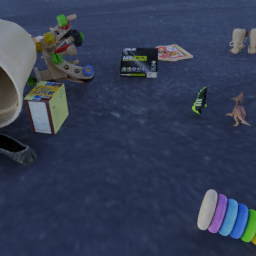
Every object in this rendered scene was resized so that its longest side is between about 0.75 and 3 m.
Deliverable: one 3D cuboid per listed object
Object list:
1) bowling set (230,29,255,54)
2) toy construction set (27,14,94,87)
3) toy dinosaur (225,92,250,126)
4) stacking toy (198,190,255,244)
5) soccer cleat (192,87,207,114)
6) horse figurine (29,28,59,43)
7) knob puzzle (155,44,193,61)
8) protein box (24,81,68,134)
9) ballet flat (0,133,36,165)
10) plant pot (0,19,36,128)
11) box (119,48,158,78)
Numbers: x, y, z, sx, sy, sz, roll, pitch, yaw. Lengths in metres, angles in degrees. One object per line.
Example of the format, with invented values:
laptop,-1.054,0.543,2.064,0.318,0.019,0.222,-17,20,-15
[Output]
bowling set,5.229,-3.711,12.005,1.863,1.000,1.296,3,17,6
toy construction set,-2.512,-2.233,9.238,2.038,2.212,2.652,-26,22,-14
toy dinosaur,3.003,-0.486,7.565,0.439,0.694,1.023,-1,36,-1
stacking toy,2.086,1.641,4.734,1.678,0.716,0.716,17,39,13
soccer cleat,2.071,-0.764,7.806,0.294,0.872,0.353,-32,62,-33
horse figurine,-3.785,-3.812,12.194,2.236,0.558,1.482,-12,49,-25
knob puzzle,1.634,-3.182,11.646,1.800,0.250,1.800,0,36,0
protein box,-2.113,-0.548,7.379,0.676,1.003,0.995,6,37,9
ballet flat,-2.814,0.362,6.565,1.728,0.491,0.574,19,40,24
plant pot,-3.632,-1.689,7.471,2.524,2.524,2.311,4,42,5
box,0.413,-2.384,10.135,1.359,0.323,1.312,2,57,6
